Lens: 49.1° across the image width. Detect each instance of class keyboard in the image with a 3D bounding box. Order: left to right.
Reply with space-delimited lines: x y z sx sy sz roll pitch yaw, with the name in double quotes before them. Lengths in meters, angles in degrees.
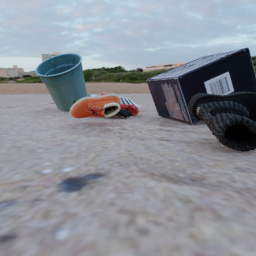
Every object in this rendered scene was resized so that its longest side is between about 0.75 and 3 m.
"keyboard" -1.037 -0.751 12.047 2.595 0.333 1.558 12 -3 41

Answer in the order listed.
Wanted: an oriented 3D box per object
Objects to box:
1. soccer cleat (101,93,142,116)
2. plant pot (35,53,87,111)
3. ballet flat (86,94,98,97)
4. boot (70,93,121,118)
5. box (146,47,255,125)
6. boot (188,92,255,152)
"soccer cleat" -0.309 -1.106 12.619 1.992 0.683 0.848 23 28 20
"plant pot" -3.208 -2.275 14.460 2.366 2.317 2.366 -8 38 6
"ballet flat" -1.483 -1.305 13.266 1.274 0.473 0.473 46 29 20
"boot" -1.107 -0.647 9.477 1.804 0.677 0.967 -17 32 0
"box" 2.720 -1.597 10.724 2.931 1.806 2.908 -24 15 -12
"boot" 2.515 -0.174 6.056 2.141 0.806 1.601 -3 24 -15
